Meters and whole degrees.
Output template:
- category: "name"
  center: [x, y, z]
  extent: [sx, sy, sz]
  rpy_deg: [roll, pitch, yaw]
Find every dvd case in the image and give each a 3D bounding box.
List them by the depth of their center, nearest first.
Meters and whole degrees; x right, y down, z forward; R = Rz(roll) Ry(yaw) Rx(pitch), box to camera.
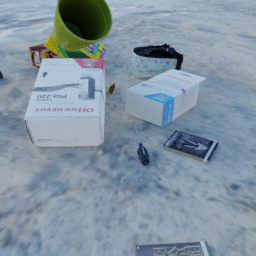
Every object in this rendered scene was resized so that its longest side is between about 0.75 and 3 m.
- category: "dvd case"
  center: [0.867, 2.528, 4.992]
  extent: [1.409, 0.113, 1.048]
  rpy_deg: [-2, 31, -3]
- category: "dvd case"
  center: [1.866, 0.517, 8.297]
  extent: [1.382, 0.110, 1.028]
  rpy_deg: [17, 35, 26]

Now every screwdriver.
- category: "screwdriver"
  center: [0.366, 0.368, 8.340]
  extent: [0.305, 0.292, 2.095]
  rpy_deg: [-26, 32, 12]

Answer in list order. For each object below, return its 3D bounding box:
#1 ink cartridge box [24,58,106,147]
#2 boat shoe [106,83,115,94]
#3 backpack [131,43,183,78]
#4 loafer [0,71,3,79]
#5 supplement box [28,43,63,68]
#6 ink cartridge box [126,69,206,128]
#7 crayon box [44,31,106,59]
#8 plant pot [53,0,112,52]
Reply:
- category: "ink cartridge box"
  center: [-1.814, -0.897, 8.841]
  extent: [2.129, 1.239, 2.923]
  rpy_deg: [-1, 49, -2]
- category: "boat shoe"
  center: [-0.781, -1.650, 11.695]
  extent: [0.303, 0.335, 0.940]
  rpy_deg: [-1, 23, 13]
- category: "backpack"
  center: [1.252, -3.107, 13.021]
  extent: [2.171, 1.374, 1.812]
  rpy_deg: [-5, 28, -15]
- category: "loafer"
  center: [-6.128, -2.286, 12.679]
  extent: [0.395, 0.346, 1.098]
  rpy_deg: [11, 33, 18]
- category: "supplement box"
  center: [-4.076, -3.724, 14.449]
  extent: [1.450, 0.963, 1.430]
  rpy_deg: [27, 40, 37]
- category: "ink cartridge box"
  center: [1.454, -1.205, 10.285]
  extent: [1.653, 0.974, 2.871]
  rpy_deg: [25, 39, 34]
- category: "crayon box"
  center: [-2.462, -4.015, 13.847]
  extent: [2.547, 0.861, 2.953]
  rpy_deg: [31, 27, -16]
- category: "plant pot"
  center: [-1.869, -3.730, 10.210]
  extent: [1.979, 1.979, 1.905]
  rpy_deg: [-21, 4, -31]
